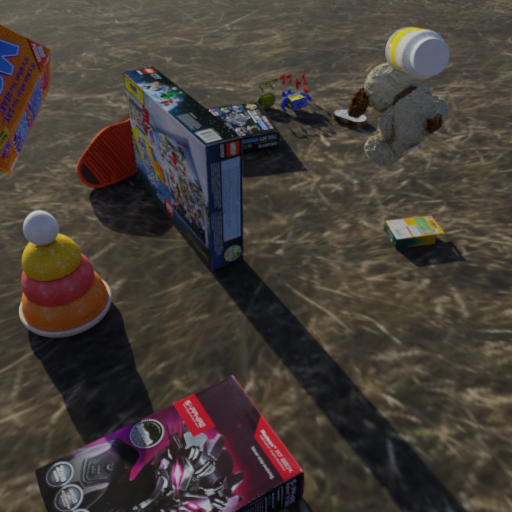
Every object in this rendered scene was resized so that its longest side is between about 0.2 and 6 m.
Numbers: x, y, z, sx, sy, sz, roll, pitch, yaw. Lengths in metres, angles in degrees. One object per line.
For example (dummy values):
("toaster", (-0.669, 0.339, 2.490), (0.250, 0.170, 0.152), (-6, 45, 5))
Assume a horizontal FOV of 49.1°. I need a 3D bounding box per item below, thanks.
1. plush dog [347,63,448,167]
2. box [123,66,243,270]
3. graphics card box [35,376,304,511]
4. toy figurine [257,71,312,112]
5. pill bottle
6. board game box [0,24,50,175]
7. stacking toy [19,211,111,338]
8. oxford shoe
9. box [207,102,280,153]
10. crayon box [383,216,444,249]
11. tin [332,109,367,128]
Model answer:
("plush dog", (2.333, -2.472, 9.122), (1.648, 1.322, 1.415), (-39, 90, -3))
("box", (-1.391, -1.735, 10.408), (0.674, 2.443, 3.577), (-20, 43, -23))
("graphics card box", (-0.968, 2.623, 6.446), (2.649, 0.674, 1.662), (-21, 44, -23))
("toy figurine", (0.921, -4.213, 14.820), (1.577, 0.832, 0.945), (-21, 49, -22))
("pill bottle", (2.144, -2.684, 7.429), (0.606, 0.606, 1.079), (-2, 26, -3))
("board game box", (-3.574, -2.071, 7.054), (1.437, 1.436, 1.438), (24, 80, -18))
("stacking toy", (-3.041, 0.131, 8.497), (1.430, 1.957, 1.430), (0, 38, 0))
("oxford shoe", (-2.992, -2.527, 12.762), (1.159, 1.137, 3.195), (-12, 31, 47))
("box", (-0.581, -3.117, 13.695), (1.871, 0.468, 1.885), (-11, 40, -14))
("crayon box", (2.969, -0.450, 10.575), (0.946, 0.244, 0.594), (-8, 40, -8))
("tin", (2.421, -3.559, 14.470), (0.962, 0.201, 0.539), (28, 42, 30))
